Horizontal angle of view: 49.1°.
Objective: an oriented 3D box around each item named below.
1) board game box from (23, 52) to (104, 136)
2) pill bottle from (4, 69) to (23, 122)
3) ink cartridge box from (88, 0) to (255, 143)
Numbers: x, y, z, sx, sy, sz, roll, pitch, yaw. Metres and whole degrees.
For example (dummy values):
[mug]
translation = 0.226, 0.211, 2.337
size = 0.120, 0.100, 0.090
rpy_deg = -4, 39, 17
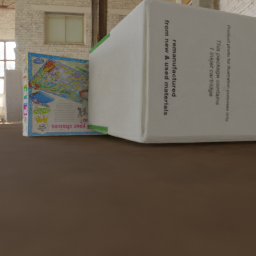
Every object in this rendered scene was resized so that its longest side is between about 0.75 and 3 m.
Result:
[board game box]
translation = -0.716, -0.465, 4.331
size = 1.708, 1.148, 0.292
rpy_deg = 0, 1, -34
[pill bottle]
translation = -1.516, -0.758, 7.035
size = 2.886, 1.630, 1.630
rpy_deg = -2, 2, -24
[ink cartridge box]
translation = 1.110, -0.490, 3.607
size = 2.885, 1.198, 2.115
rpy_deg = 0, 2, -21
